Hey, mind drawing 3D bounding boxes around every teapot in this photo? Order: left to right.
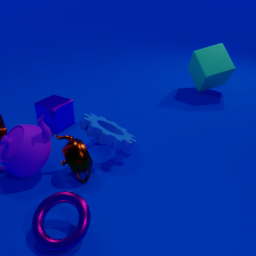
[{"bbox_3d":[-2.381,0.423,6.400,2.018,0.988,1.255,-37,46,18],"label":"teapot"},{"bbox_3d":[-1.241,0.638,6.466,0.659,1.347,0.837,-27,-8,-11],"label":"teapot"}]

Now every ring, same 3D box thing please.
[{"bbox_3d":[-1.203,1.660,5.046,1.078,0.216,1.078,-3,56,5],"label":"ring"}]

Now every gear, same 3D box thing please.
[{"bbox_3d":[-0.511,0.107,7.262,1.496,0.277,1.496,27,12,-6],"label":"gear"}]

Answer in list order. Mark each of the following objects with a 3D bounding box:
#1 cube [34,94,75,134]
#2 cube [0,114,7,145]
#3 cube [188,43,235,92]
[{"bbox_3d":[-2.195,-0.437,8.456,0.812,0.812,0.812,17,34,27],"label":"cube"},{"bbox_3d":[-3.543,0.281,7.183,0.848,0.848,0.848,-16,36,-25],"label":"cube"},{"bbox_3d":[3.047,-2.215,10.403,1.150,1.150,1.150,-17,72,-6],"label":"cube"}]
